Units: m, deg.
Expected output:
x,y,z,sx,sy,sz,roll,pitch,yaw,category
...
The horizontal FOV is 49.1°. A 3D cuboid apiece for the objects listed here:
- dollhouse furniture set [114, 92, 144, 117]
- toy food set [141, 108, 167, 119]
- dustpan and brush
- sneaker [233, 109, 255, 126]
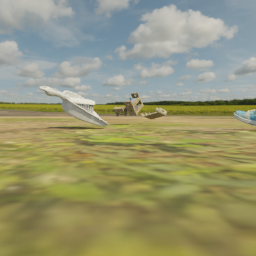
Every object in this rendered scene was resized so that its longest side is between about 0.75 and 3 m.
x,y,z,sx,sy,sz,roll,pitch,yaw,category
-0.026,-0.912,10.904,0.939,0.658,0.662,-1,37,34,dollhouse furniture set
1.137,-0.643,12.245,0.932,0.281,0.668,-15,-19,32,toy food set
-1.539,-0.713,7.730,2.093,0.599,1.460,6,29,-44,dustpan and brush
3.342,-0.439,7.162,1.170,0.764,0.465,24,21,40,sneaker
